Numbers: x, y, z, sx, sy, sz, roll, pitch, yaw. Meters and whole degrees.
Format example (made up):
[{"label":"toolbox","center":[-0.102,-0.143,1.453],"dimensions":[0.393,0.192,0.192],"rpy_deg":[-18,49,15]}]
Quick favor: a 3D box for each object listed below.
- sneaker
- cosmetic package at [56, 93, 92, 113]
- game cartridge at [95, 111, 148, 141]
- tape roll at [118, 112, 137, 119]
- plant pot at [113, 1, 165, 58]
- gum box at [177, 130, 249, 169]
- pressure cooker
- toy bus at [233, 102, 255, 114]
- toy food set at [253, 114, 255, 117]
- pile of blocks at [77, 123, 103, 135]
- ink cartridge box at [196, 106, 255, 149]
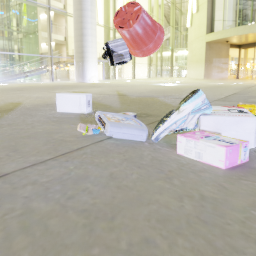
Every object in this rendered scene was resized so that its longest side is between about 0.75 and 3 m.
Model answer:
[{"label":"sneaker","center":[1.742,-0.172,9.106],"dimensions":[2.284,0.986,0.887],"rpy_deg":[-42,6,17]},{"label":"cosmetic package","center":[-3.083,-1.445,15.984],"dimensions":[1.923,1.085,0.780],"rpy_deg":[6,13,18]},{"label":"game cartridge","center":[-0.235,-0.120,10.464],"dimensions":[1.628,0.508,2.445],"rpy_deg":[3,15,-18]},{"label":"tape roll","center":[-0.039,-0.546,13.566],"dimensions":[0.927,0.306,0.927],"rpy_deg":[0,13,0]},{"label":"plant pot","center":[0.218,-2.467,6.919],"dimensions":[1.072,1.072,1.043],"rpy_deg":[8,-12,32]},{"label":"gum box","center":[2.271,0.530,7.786],"dimensions":[1.003,0.585,1.768],"rpy_deg":[-10,15,-34]},{"label":"pressure cooker","center":[-0.643,-3.899,14.493],"dimensions":[1.505,1.323,1.344],"rpy_deg":[-17,53,-4]},{"label":"toy bus","center":[5.771,-0.920,14.276],"dimensions":[1.433,0.741,1.353],"rpy_deg":[-8,14,-33]},{"label":"toy food set","center":[5.385,-0.501,12.646],"dimensions":[1.814,0.592,1.067],"rpy_deg":[6,13,24]},{"label":"pile of blocks","center":[-1.426,0.111,10.610],"dimensions":[1.167,0.479,0.363],"rpy_deg":[2,-35,-37]},{"label":"ink cartridge box","center":[3.355,-0.127,9.874],"dimensions":[1.777,1.010,2.438],"rpy_deg":[2,12,11]}]
